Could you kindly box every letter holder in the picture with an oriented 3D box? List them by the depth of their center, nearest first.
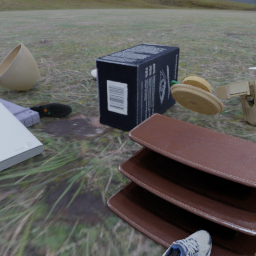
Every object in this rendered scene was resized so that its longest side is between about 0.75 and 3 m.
[{"bbox_3d":[1.001,0.927,4.554,2.499,1.257,1.776,20,36,33],"label":"letter holder"}]

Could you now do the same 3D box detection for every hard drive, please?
[{"bbox_3d":[-3.195,0.136,6.560,2.137,0.281,1.409,36,43,29],"label":"hard drive"}]

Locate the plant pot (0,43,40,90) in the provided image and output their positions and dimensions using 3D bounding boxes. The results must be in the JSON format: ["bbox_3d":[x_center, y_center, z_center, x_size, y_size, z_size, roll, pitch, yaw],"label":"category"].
[{"bbox_3d":[-3.881,-2.010,10.087,1.685,1.131,1.685,-29,41,28],"label":"plant pot"}]

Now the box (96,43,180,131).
[{"bbox_3d":[0.368,-1.279,8.127,1.322,1.875,2.535,15,30,28],"label":"box"}]

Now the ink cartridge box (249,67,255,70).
[{"bbox_3d":[5.708,-1.646,9.569,2.697,0.899,1.562,-5,15,-9],"label":"ink cartridge box"}]

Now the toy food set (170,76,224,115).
[{"bbox_3d":[1.709,-0.777,7.053,1.450,0.353,1.436,31,-11,-25],"label":"toy food set"}]

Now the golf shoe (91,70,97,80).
[{"bbox_3d":[-0.767,-2.240,11.216,1.601,0.737,0.581,11,30,23],"label":"golf shoe"}]

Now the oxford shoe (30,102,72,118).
[{"bbox_3d":[-2.272,-0.604,8.351,1.272,0.462,0.537,2,26,4],"label":"oxford shoe"}]

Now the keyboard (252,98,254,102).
[{"bbox_3d":[5.250,-0.786,8.937,2.121,0.272,1.273,-7,21,-11],"label":"keyboard"}]

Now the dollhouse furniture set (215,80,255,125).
[{"bbox_3d":[3.411,-0.732,8.354,2.212,1.230,1.957,-12,4,-13],"label":"dollhouse furniture set"}]

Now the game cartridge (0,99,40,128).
[{"bbox_3d":[-3.903,-0.363,7.963,2.409,0.462,1.561,19,28,32],"label":"game cartridge"}]

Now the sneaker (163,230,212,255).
[{"bbox_3d":[0.767,1.698,3.761,1.019,0.434,0.393,-30,43,-27],"label":"sneaker"}]
